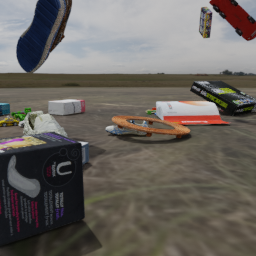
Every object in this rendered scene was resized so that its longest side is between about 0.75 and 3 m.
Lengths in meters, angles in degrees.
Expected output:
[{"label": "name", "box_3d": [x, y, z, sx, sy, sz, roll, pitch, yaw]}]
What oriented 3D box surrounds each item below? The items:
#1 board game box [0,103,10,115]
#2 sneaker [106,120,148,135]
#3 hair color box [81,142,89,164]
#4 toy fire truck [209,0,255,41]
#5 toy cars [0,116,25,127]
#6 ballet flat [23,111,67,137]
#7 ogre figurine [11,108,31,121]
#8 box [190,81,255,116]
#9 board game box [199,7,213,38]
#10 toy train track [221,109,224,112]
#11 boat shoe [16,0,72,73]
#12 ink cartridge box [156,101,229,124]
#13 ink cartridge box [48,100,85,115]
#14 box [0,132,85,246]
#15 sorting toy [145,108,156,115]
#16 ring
[{"label": "board game box", "box_3d": [-5.717, -0.702, 10.717, 1.812, 0.425, 1.368, 4, 11, 22]}, {"label": "sneaker", "box_3d": [-0.034, -0.016, 6.971, 1.052, 0.381, 0.378, -1, 11, 4]}, {"label": "hair color box", "box_3d": [-1.279, 0.411, 4.577, 1.148, 0.348, 0.568, 4, 11, 19]}, {"label": "toy fire truck", "box_3d": [1.974, -2.126, 5.224, 0.340, 1.394, 0.983, -46, -23, 30]}, {"label": "toy cars", "box_3d": [-3.226, -0.201, 8.296, 1.252, 0.277, 0.561, 2, 11, 8]}, {"label": "ballet flat", "box_3d": [-1.829, 0.010, 5.903, 0.769, 0.769, 2.142, -6, 12, -32]}, {"label": "ogre figurine", "box_3d": [-3.369, -0.413, 9.120, 0.883, 0.433, 0.529, -7, 14, 47]}, {"label": "box", "box_3d": [4.116, -1.326, 11.748, 2.263, 0.538, 2.186, -9, 40, -42]}, {"label": "board game box", "box_3d": [2.830, -3.854, 10.234, 0.258, 0.911, 0.753, -6, 39, 0]}, {"label": "toy train track", "box_3d": [3.844, -1.281, 12.501, 1.368, 0.388, 2.385, -6, 36, -38]}, {"label": "boat shoe", "box_3d": [-2.011, -2.301, 7.007, 2.340, 0.845, 0.847, -43, 0, 37]}, {"label": "ink cartridge box", "box_3d": [2.068, -0.558, 9.467, 1.984, 0.613, 2.447, -1, 7, -3]}, {"label": "ink cartridge box", "box_3d": [-2.472, -0.856, 11.362, 0.904, 0.511, 1.234, 6, 12, 31]}, {"label": "box", "box_3d": [-1.133, 0.531, 2.551, 1.307, 0.799, 0.693, -7, 12, -35]}, {"label": "sorting toy", "box_3d": [1.213, -0.730, 11.523, 0.875, 0.212, 1.553, 3, 10, 16]}, {"label": "ring", "box_3d": [0.562, -0.035, 7.048, 1.966, 0.189, 1.966, 9, 11, -2]}]
